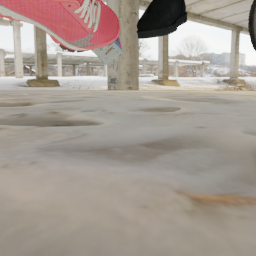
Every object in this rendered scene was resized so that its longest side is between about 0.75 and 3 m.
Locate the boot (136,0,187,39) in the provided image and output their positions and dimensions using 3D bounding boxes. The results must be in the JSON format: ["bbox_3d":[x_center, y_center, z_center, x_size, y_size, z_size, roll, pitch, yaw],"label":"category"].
[{"bbox_3d":[0.578,-2.460,4.870,0.665,1.472,1.797,6,33,30],"label":"boot"}]

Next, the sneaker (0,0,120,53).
[{"bbox_3d":[-0.988,-1.949,4.495,1.241,1.055,2.862,4,0,43],"label":"sneaker"}]

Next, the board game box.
[{"bbox_3d":[-1.011,-3.149,8.270,0.711,2.212,1.632,-31,-46,22],"label":"board game box"}]

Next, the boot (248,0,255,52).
[{"bbox_3d":[3.233,-2.523,5.500,0.727,2.083,1.372,11,-3,-42],"label":"boot"}]
